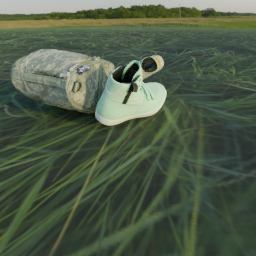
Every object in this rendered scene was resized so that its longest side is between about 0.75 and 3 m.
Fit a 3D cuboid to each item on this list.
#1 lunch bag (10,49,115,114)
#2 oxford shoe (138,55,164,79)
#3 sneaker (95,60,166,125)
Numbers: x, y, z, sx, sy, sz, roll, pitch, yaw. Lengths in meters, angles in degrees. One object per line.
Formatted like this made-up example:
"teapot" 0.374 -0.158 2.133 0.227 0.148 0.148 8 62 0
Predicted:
"lunch bag" -1.737 -1.282 7.682 2.330 1.623 1.954 14 13 27
"oxford shoe" 0.263 -1.808 9.279 1.942 0.730 0.561 -26 4 21
"sneaker" 0.372 -1.046 7.260 0.933 1.496 2.536 44 45 21
